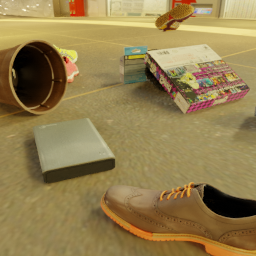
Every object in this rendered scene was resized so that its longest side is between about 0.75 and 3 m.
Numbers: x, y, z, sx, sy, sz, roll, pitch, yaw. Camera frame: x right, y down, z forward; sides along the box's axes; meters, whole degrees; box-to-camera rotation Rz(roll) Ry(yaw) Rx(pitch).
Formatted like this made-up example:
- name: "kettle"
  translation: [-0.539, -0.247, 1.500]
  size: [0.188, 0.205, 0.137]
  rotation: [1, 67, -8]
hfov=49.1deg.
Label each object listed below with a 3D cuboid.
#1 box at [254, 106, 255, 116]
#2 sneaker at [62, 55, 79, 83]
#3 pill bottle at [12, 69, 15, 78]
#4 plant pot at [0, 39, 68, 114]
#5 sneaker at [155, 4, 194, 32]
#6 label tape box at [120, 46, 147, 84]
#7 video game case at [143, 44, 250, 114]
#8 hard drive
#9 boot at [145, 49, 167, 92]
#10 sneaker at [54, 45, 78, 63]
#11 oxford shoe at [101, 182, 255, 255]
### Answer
- name: "box"
  translation: [4.373, -0.432, 7.789]
  size: [1.528, 0.376, 1.582]
  rotation: [3, 3, 21]
- name: "sneaker"
  translation: [-2.700, -2.776, 12.553]
  size: [0.883, 1.039, 2.396]
  rotation: [-2, 25, -4]
- name: "pill bottle"
  translation: [-4.206, -2.587, 12.144]
  size: [1.918, 1.062, 1.062]
  rotation: [-2, 26, -3]
- name: "plant pot"
  translation: [-3.617, -1.658, 9.202]
  size: [2.268, 2.291, 2.291]
  rotation: [6, 26, 30]
- name: "sneaker"
  translation: [1.325, -2.966, 7.628]
  size: [1.145, 0.429, 0.516]
  rotation: [-8, -14, 38]
- name: "label tape box"
  translation: [0.227, -2.709, 11.856]
  size: [1.093, 1.525, 0.504]
  rotation: [-11, 28, -22]
- name: "video game case"
  translation: [2.471, -1.916, 10.096]
  size: [2.998, 0.537, 2.717]
  rotation: [-16, 57, -29]
- name: "hard drive"
  translation: [-1.392, 0.428, 6.767]
  size: [1.539, 0.363, 2.205]
  rotation: [-10, 28, -20]
- name: "boot"
  translation: [1.252, -2.539, 11.917]
  size: [3.076, 1.158, 2.300]
  rotation: [19, 32, 33]
- name: "sneaker"
  translation: [-3.675, -3.792, 14.545]
  size: [1.107, 1.122, 2.937]
  rotation: [12, 27, 26]
- name: "oxford shoe"
  translation: [0.835, 1.208, 4.455]
  size: [2.703, 0.985, 0.964]
  rotation: [9, 27, 17]
